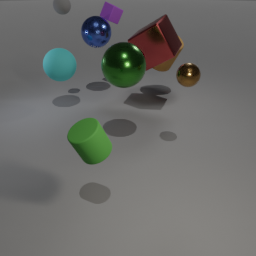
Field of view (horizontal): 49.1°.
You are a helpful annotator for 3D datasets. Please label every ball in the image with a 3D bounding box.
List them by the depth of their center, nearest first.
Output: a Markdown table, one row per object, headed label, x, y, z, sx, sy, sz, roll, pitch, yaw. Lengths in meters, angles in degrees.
| label | x | y | z | sx | sy | sz | roll | pitch | yaw |
| --- | --- | --- | --- | --- | --- | --- | --- | --- | --- |
| ball | 1.761 | -1.543 | 8.175 | 0.700 | 0.700 | 0.700 | 0 | 28 | 0 |
| ball | -0.131 | -1.948 | 8.717 | 1.400 | 1.400 | 1.400 | 0 | 28 | 0 |
| ball | -2.618 | -4.873 | 11.105 | 0.700 | 0.700 | 0.700 | 0 | 28 | 0 |
| ball | -2.921 | -2.707 | 12.026 | 1.400 | 1.400 | 1.400 | 0 | 28 | 0 |
| ball | -1.462 | -4.423 | 12.912 | 1.400 | 1.400 | 1.400 | 0 | 28 | 0 |

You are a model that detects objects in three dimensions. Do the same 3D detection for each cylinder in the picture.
| label | x | y | z | sx | sy | sz | roll | pitch | yaw |
| --- | --- | --- | --- | --- | --- | --- | --- | --- | --- |
| cylinder | -0.771 | 0.270 | 5.723 | 0.700 | 0.700 | 0.700 | -16 | 41 | 14 |
| cylinder | 1.672 | -3.625 | 13.142 | 1.400 | 1.400 | 1.400 | 13 | 50 | -16 |

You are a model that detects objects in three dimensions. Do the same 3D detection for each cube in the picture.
| label | x | y | z | sx | sy | sz | roll | pitch | yaw |
| --- | --- | --- | --- | --- | --- | --- | --- | --- | --- |
| cube | 1.090 | -3.359 | 11.043 | 1.400 | 1.400 | 1.400 | -20 | 24 | 34 |
| cube | -0.788 | -5.507 | 13.413 | 0.700 | 0.700 | 0.700 | 40 | 25 | 30 |
